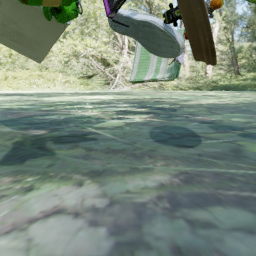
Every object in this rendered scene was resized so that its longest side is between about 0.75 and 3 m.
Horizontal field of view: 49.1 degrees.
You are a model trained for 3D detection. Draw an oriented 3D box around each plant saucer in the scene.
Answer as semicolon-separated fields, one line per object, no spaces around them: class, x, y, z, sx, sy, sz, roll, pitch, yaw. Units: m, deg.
plant saucer;0.932;-2.107;4.465;0.353;2.395;2.395;-17;5;15

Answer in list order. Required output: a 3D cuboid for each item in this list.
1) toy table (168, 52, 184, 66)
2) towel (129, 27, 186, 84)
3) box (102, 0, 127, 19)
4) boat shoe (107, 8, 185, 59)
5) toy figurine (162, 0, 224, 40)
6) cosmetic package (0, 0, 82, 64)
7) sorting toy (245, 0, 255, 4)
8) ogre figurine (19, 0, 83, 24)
toy table;1.669;-2.656;10.055;0.487;0.832;0.765;-9;-36;35
towel;1.125;-2.854;11.452;0.323;2.105;2.760;14;-5;-38
box;-0.215;-3.305;6.637;0.209;0.829;1.159;4;-27;-37
boat shoe;0.641;-3.129;8.679;2.969;1.069;0.921;37;56;27
toy figurine;1.741;-3.142;7.496;1.328;1.307;0.924;30;-2;-21
cosmetic package;-2.256;-3.142;6.272;2.099;2.112;2.524;26;-18;-24
sorting toy;2.529;-2.616;4.832;0.905;0.899;2.611;-7;46;-17
ogre figurine;-1.579;-2.544;3.441;1.424;1.740;2.903;-23;-5;35
